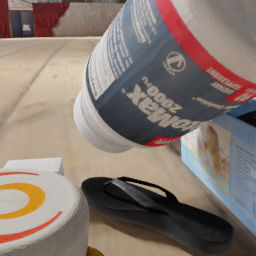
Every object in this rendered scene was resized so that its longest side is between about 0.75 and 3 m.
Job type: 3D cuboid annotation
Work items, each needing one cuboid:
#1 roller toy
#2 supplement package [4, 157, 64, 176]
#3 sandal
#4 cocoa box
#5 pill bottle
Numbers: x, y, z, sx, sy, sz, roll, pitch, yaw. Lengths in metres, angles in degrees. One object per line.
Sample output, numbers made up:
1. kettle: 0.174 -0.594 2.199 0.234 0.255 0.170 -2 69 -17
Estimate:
1. roller toy: -1.133 1.182 2.741 1.643 1.148 1.499 -7 22 -30
2. supplement package: -1.499 0.831 4.482 0.884 0.536 0.530 -3 20 -7
3. sandal: 0.337 1.024 3.944 2.239 0.479 0.852 12 16 26
4. cocoa box: 2.013 0.222 4.401 1.579 1.605 2.407 -13 24 -12
5. pill bottle: 0.408 -0.699 3.666 1.733 1.733 2.899 -17 -12 -36
